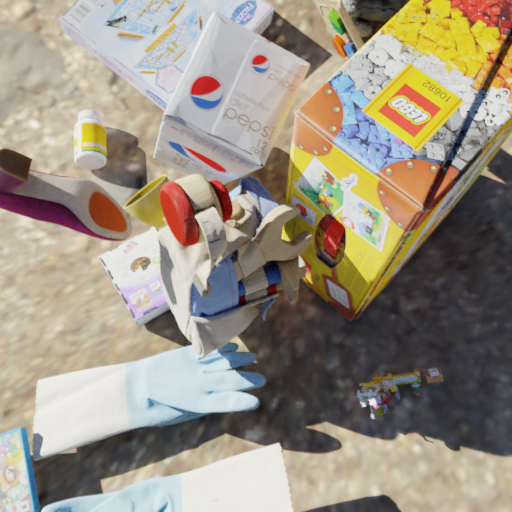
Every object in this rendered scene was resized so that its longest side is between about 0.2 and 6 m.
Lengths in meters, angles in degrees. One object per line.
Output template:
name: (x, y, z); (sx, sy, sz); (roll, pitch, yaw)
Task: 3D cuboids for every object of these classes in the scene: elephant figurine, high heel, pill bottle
elephant figurine: (2.841, -4.506, 9.560); (2.587, 1.831, 2.007); (10, 85, 10)
high heel: (-2.498, -0.628, 6.844); (0.946, 1.969, 0.664); (-18, 51, 37)
pill bottle: (-2.737, -1.925, 9.238); (0.505, 0.505, 0.896); (-6, 70, -2)

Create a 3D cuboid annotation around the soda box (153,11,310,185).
soda box: (-0.539, -1.763, 7.354); (1.161, 3.647, 1.242); (25, 88, -13)

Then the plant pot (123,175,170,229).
plant pot: (-1.426, -0.717, 8.020); (0.762, 0.762, 0.541); (-42, 109, -13)

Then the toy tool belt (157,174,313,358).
toy tool belt: (-0.209, -0.127, 6.999); (1.849, 3.008, 1.878); (-23, 62, -20)

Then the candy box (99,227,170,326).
candy box: (-1.643, 0.296, 8.446); (0.980, 0.418, 1.168); (-30, 74, -13)

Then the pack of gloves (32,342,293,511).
pack of gloves: (-1.287, 2.684, 7.447); (3.316, 0.654, 2.786); (-13, 55, 3)

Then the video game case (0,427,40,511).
video game case: (-3.647, 3.049, 7.449); (1.520, 0.135, 1.088); (-22, 71, 10)

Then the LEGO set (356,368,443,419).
LEGO set: (1.994, 1.951, 7.880); (1.378, 0.634, 0.513); (-8, 86, -27)

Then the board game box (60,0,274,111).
board game box: (-1.482, -4.042, 9.652); (2.577, 0.531, 2.583); (39, 78, 1)

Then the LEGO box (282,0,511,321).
LEGO box: (1.862, -1.148, 7.103); (1.540, 3.990, 2.972); (41, 74, 14)

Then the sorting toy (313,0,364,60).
sorting toy: (1.098, -3.416, 8.044); (0.221, 1.653, 1.232); (-35, 33, 8)
